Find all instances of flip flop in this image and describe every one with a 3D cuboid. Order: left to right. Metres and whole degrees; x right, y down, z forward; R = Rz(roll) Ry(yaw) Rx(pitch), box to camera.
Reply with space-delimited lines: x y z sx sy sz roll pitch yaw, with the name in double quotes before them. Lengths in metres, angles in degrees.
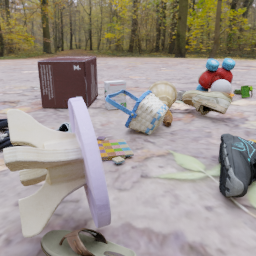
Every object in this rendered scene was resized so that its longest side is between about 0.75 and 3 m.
"flip flop" -0.590 1.755 4.200 1.512 0.435 0.613 7 19 20

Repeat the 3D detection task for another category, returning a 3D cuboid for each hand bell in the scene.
"hand bell" 1.532 -0.802 11.589 1.414 1.414 2.716 0 31 0

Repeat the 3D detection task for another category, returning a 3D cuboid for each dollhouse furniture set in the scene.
"dollhouse furniture set" 6.679 -1.985 16.174 0.870 0.672 1.741 -4 -2 12

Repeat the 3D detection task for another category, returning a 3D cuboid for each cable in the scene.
"cable" -4.530 -0.008 9.215 2.394 0.745 2.934 -13 21 -35

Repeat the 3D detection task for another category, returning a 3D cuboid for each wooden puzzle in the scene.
"wooden puzzle" -0.580 0.630 8.189 1.231 0.146 2.076 -4 18 -13

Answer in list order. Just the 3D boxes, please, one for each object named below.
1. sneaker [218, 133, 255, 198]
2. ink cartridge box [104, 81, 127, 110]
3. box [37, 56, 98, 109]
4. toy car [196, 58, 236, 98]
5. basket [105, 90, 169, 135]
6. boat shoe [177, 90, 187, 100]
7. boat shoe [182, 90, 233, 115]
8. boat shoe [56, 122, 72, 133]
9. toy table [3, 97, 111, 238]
"sneaker" 2.661 0.743 6.433 1.079 1.027 2.723 8 20 16
"ink cartridge box" -0.591 -1.549 13.082 0.930 1.284 0.539 -8 17 -24
"box" -2.868 -2.376 14.082 2.246 2.269 2.736 2 18 5
"toy car" 5.116 -2.275 15.242 2.017 2.102 2.281 -6 48 -18
"basket" 0.314 -0.710 9.988 1.992 1.385 1.756 37 26 9
"boat shoe" 3.123 -1.628 14.377 0.581 0.682 2.040 -9 16 -12
"boat shoe" 3.168 -1.031 11.852 0.946 0.852 2.622 25 -6 -31
"boat shoe" -1.943 0.153 8.880 0.616 0.629 1.765 9 20 26
"toy table" -1.146 0.599 4.484 1.268 1.991 2.165 -10 62 -16
